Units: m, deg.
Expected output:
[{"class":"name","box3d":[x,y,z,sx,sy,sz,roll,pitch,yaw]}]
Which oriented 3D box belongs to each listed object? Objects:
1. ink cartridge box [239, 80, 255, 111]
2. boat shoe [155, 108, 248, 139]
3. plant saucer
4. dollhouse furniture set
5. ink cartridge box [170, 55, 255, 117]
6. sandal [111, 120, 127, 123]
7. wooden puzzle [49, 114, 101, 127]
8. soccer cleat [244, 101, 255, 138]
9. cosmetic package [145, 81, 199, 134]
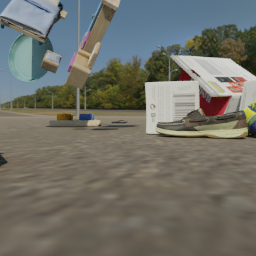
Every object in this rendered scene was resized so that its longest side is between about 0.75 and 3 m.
[{"class":"ink cartridge box","box3d":[3.886,-0.457,5.810,1.879,1.085,2.573,8,2,-10]},{"class":"boat shoe","box3d":[1.463,-0.107,5.726,1.822,0.590,0.667,1,3,18]},{"class":"plant saucer","box3d":[-2.817,-2.085,8.229,1.519,1.519,0.208,1,-4,17]},{"class":"dollhouse furniture set","box3d":[-1.798,-2.823,6.648,2.722,2.570,1.776,22,-45,-15]},{"class":"ink cartridge box","box3d":[2.750,-1.183,8.720,2.441,1.166,2.781,-1,35,-19]},{"class":"sandal","box3d":[-0.428,-0.314,13.824,0.800,0.171,0.304,0,3,4]},{"class":"wooden puzzle","box3d":[-2.096,-0.338,11.324,1.919,0.480,2.072,0,3,-8]},{"class":"soccer cleat","box3d":[2.614,-0.198,5.995,0.576,0.745,1.780,0,3,-8]},{"class":"cosmetic package","box3d":[1.122,-0.490,7.010,1.221,1.220,1.480,0,2,11]}]
